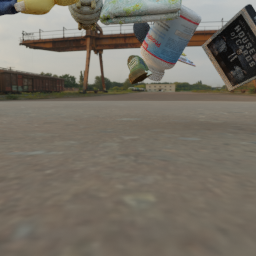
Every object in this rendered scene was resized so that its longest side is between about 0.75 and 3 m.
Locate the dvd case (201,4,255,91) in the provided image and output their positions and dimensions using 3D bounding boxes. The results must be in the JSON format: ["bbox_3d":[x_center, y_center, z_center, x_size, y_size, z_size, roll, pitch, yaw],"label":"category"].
[{"bbox_3d":[3.728,-2.517,9.444,0.344,2.089,2.779,-31,-1,-13],"label":"dvd case"}]

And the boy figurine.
[{"bbox_3d":[-2.463,-3.376,7.252,2.551,0.822,1.586,-9,38,8],"label":"boy figurine"}]

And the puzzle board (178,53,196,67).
[{"bbox_3d":[2.231,-3.578,13.116,1.697,0.196,2.251,48,27,21],"label":"puzzle board"}]

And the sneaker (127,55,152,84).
[{"bbox_3d":[0.158,-1.336,6.220,0.441,0.591,1.316,-34,1,18],"label":"sneaker"}]

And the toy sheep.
[{"bbox_3d":[-1.288,-3.772,8.626,1.209,1.209,1.753,-1,-30,-12],"label":"toy sheep"}]

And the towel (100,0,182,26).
[{"bbox_3d":[0.453,-3.917,8.438,2.392,0.576,2.047,0,50,12],"label":"towel"}]

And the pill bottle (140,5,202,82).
[{"bbox_3d":[1.324,-3.024,9.910,1.415,2.602,1.415,22,29,-13],"label":"pill bottle"}]

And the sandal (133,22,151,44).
[{"bbox_3d":[0.825,-3.610,11.501,0.709,1.863,0.399,-35,5,5],"label":"sandal"}]
